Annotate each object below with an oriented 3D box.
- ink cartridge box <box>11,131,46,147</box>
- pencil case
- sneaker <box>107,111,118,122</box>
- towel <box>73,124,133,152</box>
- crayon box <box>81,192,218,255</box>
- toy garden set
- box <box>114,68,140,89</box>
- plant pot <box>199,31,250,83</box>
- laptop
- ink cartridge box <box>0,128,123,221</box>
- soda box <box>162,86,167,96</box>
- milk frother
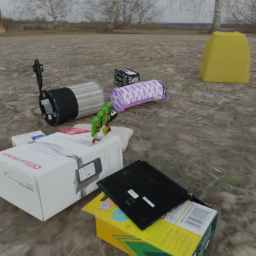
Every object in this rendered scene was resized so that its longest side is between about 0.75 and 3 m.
[{"bbox_3d":[-2.934,0.672,8.962,1.013,0.397,2.139,-15,25,-32],"label":"ink cartridge box"},{"bbox_3d":[0.473,-1.504,13.116,2.644,1.109,1.130,-18,62,-31],"label":"pencil case"},{"bbox_3d":[-0.906,-0.533,11.661,0.587,0.407,0.972,16,20,23],"label":"sneaker"},{"bbox_3d":[-1.035,0.347,9.734,2.222,0.383,1.473,5,26,10],"label":"towel"},{"bbox_3d":[0.426,1.908,5.807,2.400,0.610,1.524,16,30,32],"label":"crayon box"},{"bbox_3d":[-0.600,-0.039,6.851,0.206,0.860,1.032,17,33,11],"label":"toy garden set"},{"bbox_3d":[-0.067,-2.252,14.406,0.727,1.382,1.687,-10,25,-23],"label":"box"},{"bbox_3d":[6.290,-4.688,18.128,2.799,2.882,2.818,3,24,7],"label":"plant pot"},{"bbox_3d":[0.656,1.596,6.444,2.065,1.067,1.830,-25,31,-26],"label":"laptop"},{"bbox_3d":[-1.709,0.945,7.045,1.937,1.112,2.668,11,22,37],"label":"ink cartridge box"},{"bbox_3d":[1.355,-1.976,14.658,1.314,0.465,0.416,7,-6,24],"label":"soda box"},{"bbox_3d":[-2.536,-1.639,11.621,2.355,2.504,2.260,-20,29,-40],"label":"milk frother"}]
